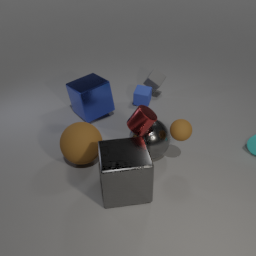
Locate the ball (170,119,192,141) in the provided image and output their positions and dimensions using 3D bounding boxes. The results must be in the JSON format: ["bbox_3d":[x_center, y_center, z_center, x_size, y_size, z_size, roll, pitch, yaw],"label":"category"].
[{"bbox_3d":[1.667,0.064,8.811,0.700,0.700,0.700,0,32,0],"label":"ball"}]

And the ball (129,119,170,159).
[{"bbox_3d":[0.739,0.354,9.553,1.400,1.400,1.400,0,32,0],"label":"ball"}]

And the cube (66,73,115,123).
[{"bbox_3d":[-1.591,-1.318,11.909,1.400,1.400,1.400,-28,38,-24],"label":"cube"}]

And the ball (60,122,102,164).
[{"bbox_3d":[-1.537,0.498,9.244,1.400,1.400,1.400,0,32,0],"label":"ball"}]

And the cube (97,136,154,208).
[{"bbox_3d":[-0.097,1.245,8.079,1.400,1.400,1.400,-6,34,-7],"label":"cube"}]

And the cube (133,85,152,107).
[{"bbox_3d":[0.669,-1.475,12.905,0.700,0.700,0.700,13,47,12],"label":"cube"}]

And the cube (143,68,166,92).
[{"bbox_3d":[1.280,-2.301,13.436,0.700,0.700,0.700,36,67,-6],"label":"cube"}]

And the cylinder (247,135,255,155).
[{"bbox_3d":[4.665,0.530,9.808,0.700,0.700,0.700,-20,37,-37],"label":"cylinder"}]

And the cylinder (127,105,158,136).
[{"bbox_3d":[0.427,-0.232,8.568,0.700,0.700,0.700,28,29,-18],"label":"cylinder"}]
